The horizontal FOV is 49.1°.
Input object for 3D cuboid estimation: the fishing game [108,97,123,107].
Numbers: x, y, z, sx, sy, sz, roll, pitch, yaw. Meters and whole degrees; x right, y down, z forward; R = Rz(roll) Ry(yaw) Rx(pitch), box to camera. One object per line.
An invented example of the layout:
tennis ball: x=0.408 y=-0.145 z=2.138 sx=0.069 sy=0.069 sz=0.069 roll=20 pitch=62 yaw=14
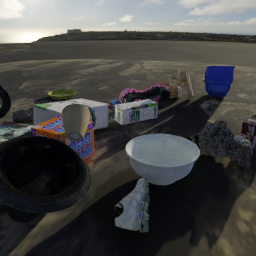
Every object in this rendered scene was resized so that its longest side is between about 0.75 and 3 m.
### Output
fishing game: x=-0.217 y=-1.472 z=14.781 sx=1.458 sy=0.317 sz=2.036 roll=7 pitch=23 yaw=24

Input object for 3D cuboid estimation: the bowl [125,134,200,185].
bowl: x=0.955 y=0.976 z=8.015 sx=2.067 sy=0.929 sz=2.067 roll=-1 pitch=23 yaw=0

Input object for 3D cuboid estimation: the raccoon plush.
raccoon plush: x=2.794 y=0.824 z=8.931 sx=2.309 sy=1.117 sz=1.547 roll=-31 pitch=41 yaw=1

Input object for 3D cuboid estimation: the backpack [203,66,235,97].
backpack: x=4.990 y=-2.509 z=15.687 sx=1.540 sy=1.590 sz=1.895 roll=10 pitch=-8 yaw=13

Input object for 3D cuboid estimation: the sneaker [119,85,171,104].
sneaker: x=0.989 y=-1.360 z=13.893 sx=2.735 sy=1.080 sz=1.304 roll=-11 pitch=42 yaw=-18

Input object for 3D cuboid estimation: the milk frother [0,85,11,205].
milk frother: x=-3.842 y=0.218 z=7.524 sx=2.587 sy=2.750 sz=2.482 roll=18 pitch=25 yaw=36

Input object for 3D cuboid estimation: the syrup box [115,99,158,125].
syrup box: x=0.365 y=-0.729 z=12.404 sx=1.831 sy=0.721 sz=0.746 roll=-13 pitch=26 yaw=-28

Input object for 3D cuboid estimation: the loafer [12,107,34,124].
loafer: x=-4.154 y=-0.518 z=12.169 sx=1.776 sy=0.559 sz=0.638 roll=-15 pitch=47 yaw=-43

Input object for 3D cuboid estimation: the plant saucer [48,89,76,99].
plant saucer: x=-3.723 y=-1.906 z=15.891 sx=1.580 sy=0.246 sz=1.580 roll=0 pitch=22 yaw=0

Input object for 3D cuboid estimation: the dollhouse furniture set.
dollhouse furniture set: x=2.166 y=-2.025 z=15.347 sx=2.584 sy=1.262 sz=2.204 roll=-13 pitch=-3 yaw=18

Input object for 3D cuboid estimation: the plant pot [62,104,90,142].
plant pot: x=-1.429 y=-0.083 z=7.583 sx=0.797 sy=0.797 sz=0.851 roll=-2 pitch=46 yaw=-5

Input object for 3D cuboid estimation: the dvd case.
dvd case: x=-4.676 y=0.418 z=10.195 sx=2.025 sy=0.305 sz=2.774 roll=8 pitch=24 yaw=18

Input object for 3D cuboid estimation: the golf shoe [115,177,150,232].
golf shoe: x=0.110 y=1.719 z=6.662 sx=0.824 sy=0.664 sz=1.695 roll=-3 pitch=21 yaw=8

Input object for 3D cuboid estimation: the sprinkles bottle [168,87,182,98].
sprinkles bottle: x=2.094 y=-1.950 z=15.539 sx=1.739 sy=0.593 sz=0.593 roll=-6 pitch=23 yaw=-13

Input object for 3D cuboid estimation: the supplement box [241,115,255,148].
supplement box: x=4.738 y=0.041 z=10.290 sx=1.690 sy=0.920 sz=0.515 roll=-21 pitch=30 yaw=-39

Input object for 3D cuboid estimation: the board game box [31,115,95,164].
board game box: x=-1.959 y=0.500 z=8.638 sx=1.322 sy=1.322 sz=1.321 roll=12 pitch=26 yaw=28

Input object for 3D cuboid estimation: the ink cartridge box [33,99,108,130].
ink cartridge box: x=-2.164 y=-0.456 z=10.887 sx=1.732 sy=1.000 sz=2.372 roll=15 pitch=21 yaw=38

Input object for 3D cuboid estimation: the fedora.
fedora: x=-2.132 y=1.293 z=6.571 sx=2.597 sy=1.186 sz=2.597 roll=19 pitch=26 yaw=-10
